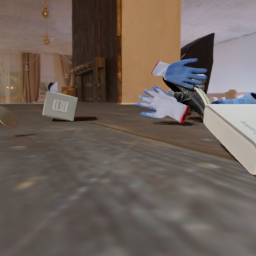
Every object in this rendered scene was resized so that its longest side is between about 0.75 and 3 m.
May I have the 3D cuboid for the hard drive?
[{"bbox_3d":[2.517,0.039,3.472,2.677,0.357,1.766,-1,18,-1],"label":"hard drive"}]

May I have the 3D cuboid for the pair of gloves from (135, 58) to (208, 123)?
[{"bbox_3d":[1.246,-1.150,8.104,1.750,2.177,0.248,23,-12,32],"label":"pair of gloves"}]

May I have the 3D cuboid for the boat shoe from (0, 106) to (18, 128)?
[{"bbox_3d":[-2.526,-0.254,5.387,0.271,0.320,0.878,-10,-33,34],"label":"boat shoe"}]

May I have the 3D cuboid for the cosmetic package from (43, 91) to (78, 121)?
[{"bbox_3d":[-2.348,-0.780,9.852,1.054,0.890,1.973,11,1,-11],"label":"cosmetic package"}]

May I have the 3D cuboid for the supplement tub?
[{"bbox_3d":[1.995,-1.244,9.945,1.138,1.622,1.138,20,21,-8],"label":"supplement tub"}]

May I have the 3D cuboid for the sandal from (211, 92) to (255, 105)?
[{"bbox_3d":[3.561,-0.707,8.365,2.176,0.947,0.865,-2,48,9],"label":"sandal"}]

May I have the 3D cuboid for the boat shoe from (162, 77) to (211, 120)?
[{"bbox_3d":[1.774,-0.919,8.261,0.737,2.368,0.883,-30,-33,2],"label":"boat shoe"}]
